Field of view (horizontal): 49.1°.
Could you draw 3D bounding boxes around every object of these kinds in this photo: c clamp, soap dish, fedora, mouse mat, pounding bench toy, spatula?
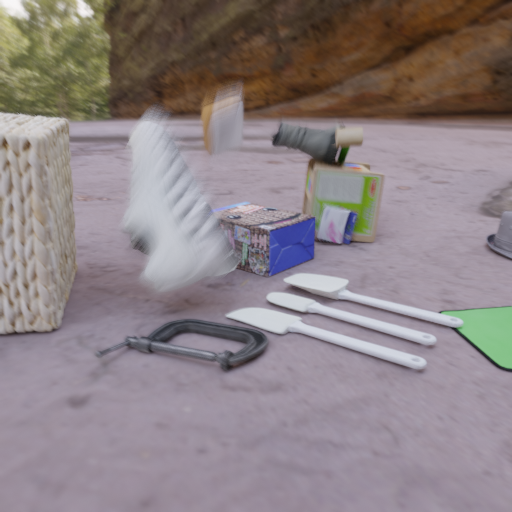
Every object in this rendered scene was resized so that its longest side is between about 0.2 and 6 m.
[{"bbox_3d":[-0.823,1.162,7.160,1.829,0.248,1.563,4,13,18],"label":"c clamp"},{"bbox_3d":[-0.550,-2.112,9.035,0.665,0.845,0.343,-32,50,-30],"label":"soap dish"},{"bbox_3d":[5.532,-0.472,11.210,1.644,0.839,1.859,-1,17,-1],"label":"fedora"},{"bbox_3d":[3.912,1.058,7.671,2.292,0.086,1.844,-4,18,-8],"label":"mouse mat"},{"bbox_3d":[1.897,-1.725,12.432,1.468,2.363,1.843,5,17,-1],"label":"pounding bench toy"},{"bbox_3d":[1.311,0.824,8.078,2.935,0.236,2.041,11,20,36],"label":"spatula"}]

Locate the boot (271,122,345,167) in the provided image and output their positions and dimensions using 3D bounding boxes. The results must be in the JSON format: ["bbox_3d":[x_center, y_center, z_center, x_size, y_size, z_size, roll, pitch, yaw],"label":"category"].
[{"bbox_3d":[1.193,-2.755,12.779,1.509,0.782,2.311,20,23,3],"label":"boot"}]

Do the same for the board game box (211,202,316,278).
[{"bbox_3d":[-0.006,-0.370,10.793,1.823,0.883,1.453,15,23,38],"label":"board game box"}]

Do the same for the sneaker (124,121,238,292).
[{"bbox_3d":[-1.551,-0.882,8.925,1.383,1.282,3.413,-29,53,0],"label":"sneaker"}]

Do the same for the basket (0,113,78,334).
[{"bbox_3d":[-4.070,-0.656,8.298,2.408,2.994,2.967,-2,18,-11],"label":"basket"}]

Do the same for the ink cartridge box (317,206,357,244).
[{"bbox_3d":[1.684,-0.628,11.657,0.705,0.693,0.153,14,17,2],"label":"ink cartridge box"}]
